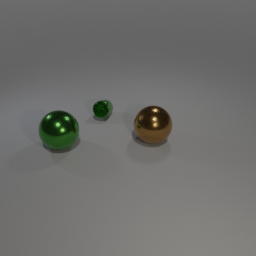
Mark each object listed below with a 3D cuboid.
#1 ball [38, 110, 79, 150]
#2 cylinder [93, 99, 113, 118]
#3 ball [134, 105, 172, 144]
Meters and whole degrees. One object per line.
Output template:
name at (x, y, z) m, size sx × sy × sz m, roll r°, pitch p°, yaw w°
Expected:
ball at (-2.423, 0.074, 9.861) m, size 1.400 × 1.400 × 1.400 m, roll 0°, pitch 32°, yaw 0°
cylinder at (-1.048, -0.823, 11.790) m, size 0.700 × 0.700 × 0.700 m, roll 7°, pitch 13°, yaw 11°
ball at (0.906, -0.119, 10.170) m, size 1.400 × 1.400 × 1.400 m, roll 0°, pitch 32°, yaw 0°
